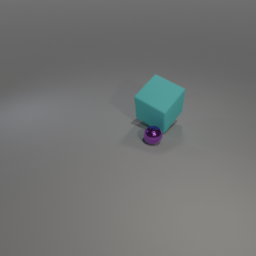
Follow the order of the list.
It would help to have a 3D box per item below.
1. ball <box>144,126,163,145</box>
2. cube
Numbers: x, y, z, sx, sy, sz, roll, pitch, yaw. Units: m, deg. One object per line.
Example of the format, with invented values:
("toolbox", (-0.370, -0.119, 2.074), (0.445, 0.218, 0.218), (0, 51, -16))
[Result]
("ball", (0.927, 0.263, 10.372), (0.700, 0.700, 0.700), (0, 29, 0))
("cube", (1.238, -0.941, 11.002), (1.400, 1.400, 1.400), (31, 65, 23))
